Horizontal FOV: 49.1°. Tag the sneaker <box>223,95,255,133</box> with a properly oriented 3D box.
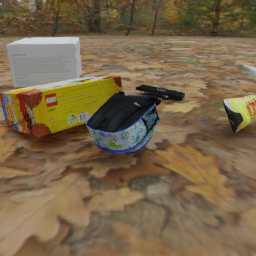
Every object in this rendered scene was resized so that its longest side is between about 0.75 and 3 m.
[{"bbox_3d":[3.001,-0.484,7.033,0.956,0.828,2.118,-18,3,27],"label":"sneaker"}]

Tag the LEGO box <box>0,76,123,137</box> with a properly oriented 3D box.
[{"bbox_3d":[-1.679,-0.682,7.394,2.595,1.001,1.932,-20,19,-39],"label":"LEGO box"}]

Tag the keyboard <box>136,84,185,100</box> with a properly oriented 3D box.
[{"bbox_3d":[1.142,-1.296,10.361,1.822,0.188,1.158,15,23,23],"label":"keyboard"}]

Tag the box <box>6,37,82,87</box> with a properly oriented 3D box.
[{"bbox_3d":[-3.533,-3.008,12.470,2.707,1.769,2.693,-2,23,-4],"label":"box"}]

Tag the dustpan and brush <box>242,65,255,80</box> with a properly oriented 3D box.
[{"bbox_3d":[3.957,-0.728,7.028,2.629,0.752,1.835,28,22,11],"label":"dustpan and brush"}]

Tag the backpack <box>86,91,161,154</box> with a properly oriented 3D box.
[{"bbox_3d":[-0.092,-0.027,5.743,1.207,0.969,1.319,12,41,36],"label":"backpack"}]
